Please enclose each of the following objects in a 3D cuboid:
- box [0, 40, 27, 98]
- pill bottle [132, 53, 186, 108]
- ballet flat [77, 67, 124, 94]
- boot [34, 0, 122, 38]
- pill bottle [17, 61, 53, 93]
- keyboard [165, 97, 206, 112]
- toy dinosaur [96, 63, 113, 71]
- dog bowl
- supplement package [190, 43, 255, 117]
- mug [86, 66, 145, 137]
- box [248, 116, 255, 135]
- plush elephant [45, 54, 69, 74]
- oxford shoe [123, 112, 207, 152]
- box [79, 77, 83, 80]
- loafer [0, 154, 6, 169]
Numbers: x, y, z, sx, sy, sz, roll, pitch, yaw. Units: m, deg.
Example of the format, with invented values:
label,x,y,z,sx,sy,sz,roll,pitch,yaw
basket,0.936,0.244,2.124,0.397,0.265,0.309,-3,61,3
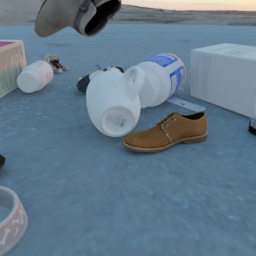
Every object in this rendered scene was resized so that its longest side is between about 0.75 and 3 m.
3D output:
label,x,y,z,sx,sy,sz,roll,pitch,yaw
box,-5.309,-2.378,11.026,1.527,1.792,2.802,2,24,5
pill bottle,0.922,-1.635,9.744,1.525,1.525,2.722,12,28,25
ballet flat,-1.004,-2.021,11.228,0.892,0.892,2.443,18,29,35
boot,-1.528,-3.339,8.285,1.031,2.935,2.146,27,27,-50
pill bottle,-3.733,-2.043,11.253,1.008,1.008,1.764,1,25,2
keyboard,1.943,-0.827,9.735,0.440,0.083,1.562,-23,32,-31
toy dinosaur,-1.206,-2.483,13.155,1.153,1.270,0.667,-18,69,4
dog bowl,-2.332,1.426,4.313,1.464,0.429,1.464,1,24,0
supplement package,3.724,-1.740,9.457,1.758,1.780,2.935,-16,27,-23
mug,-0.232,-0.763,7.406,1.440,1.951,1.710,29,22,-23
box,4.521,0.196,6.942,1.644,0.479,2.401,-11,27,-23
plush elephant,-3.680,-3.313,14.157,1.195,0.926,0.985,8,26,17
oxford shoe,0.942,0.019,6.964,2.337,0.833,0.833,-13,29,-22
box,-1.891,-1.803,11.522,0.242,0.364,0.967,-1,23,-3
loafer,-3.651,0.668,5.509,2.262,0.807,0.826,-6,25,-12
